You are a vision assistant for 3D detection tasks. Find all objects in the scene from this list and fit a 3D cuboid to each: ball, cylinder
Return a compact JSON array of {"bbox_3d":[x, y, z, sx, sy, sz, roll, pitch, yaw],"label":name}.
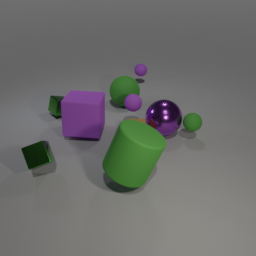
[{"bbox_3d":[0.205,-0.990,11.062,0.700,0.700,0.700,0,30,0],"label":"ball"},{"bbox_3d":[2.390,-0.214,10.369,0.700,0.700,0.700,0,30,0],"label":"ball"},{"bbox_3d":[1.359,-0.385,10.658,1.400,1.400,1.400,0,30,0],"label":"ball"},{"bbox_3d":[0.158,0.703,7.891,1.400,1.400,1.400,21,24,-10],"label":"cylinder"},{"bbox_3d":[-0.152,-1.707,12.960,1.400,1.400,1.400,0,30,0],"label":"ball"},{"bbox_3d":[0.706,-3.189,15.410,0.700,0.700,0.700,0,30,0],"label":"ball"}]

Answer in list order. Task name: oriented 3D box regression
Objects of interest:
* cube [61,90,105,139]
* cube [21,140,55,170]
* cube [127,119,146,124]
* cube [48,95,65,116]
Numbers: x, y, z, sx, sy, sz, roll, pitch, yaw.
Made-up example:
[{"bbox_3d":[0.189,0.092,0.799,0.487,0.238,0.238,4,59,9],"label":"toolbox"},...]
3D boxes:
[{"bbox_3d":[-1.670,-0.552,10.728,1.400,1.400,1.400,4,25,2],"label":"cube"},{"bbox_3d":[-2.754,0.833,8.657,0.700,0.700,0.700,-21,-3,-4],"label":"cube"},{"bbox_3d":[0.295,0.138,10.309,0.700,0.700,0.700,0,41,10],"label":"cube"},{"bbox_3d":[-2.971,-0.973,12.225,0.700,0.700,0.700,-3,24,-45],"label":"cube"}]
